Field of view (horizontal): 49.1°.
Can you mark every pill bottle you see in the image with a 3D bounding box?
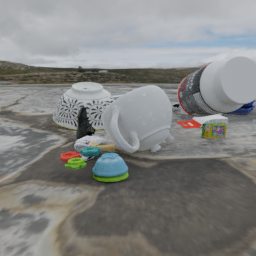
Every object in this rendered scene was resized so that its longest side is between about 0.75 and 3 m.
[{"bbox_3d":[2.510,-1.114,7.981,1.453,1.453,2.509,-3,-2,-13],"label":"pill bottle"}]

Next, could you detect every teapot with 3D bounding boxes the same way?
[{"bbox_3d":[0.379,-0.051,7.442,2.074,1.515,2.047,-23,-15,-16],"label":"teapot"}]

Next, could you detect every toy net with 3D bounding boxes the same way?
[{"bbox_3d":[-0.909,0.654,6.500,1.316,0.484,2.508,-6,11,-16],"label":"toy net"}]

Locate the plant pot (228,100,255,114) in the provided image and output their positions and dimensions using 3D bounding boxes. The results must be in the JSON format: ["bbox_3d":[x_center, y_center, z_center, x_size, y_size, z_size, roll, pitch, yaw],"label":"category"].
[{"bbox_3d":[5.681,-1.641,14.609,1.866,1.678,1.866,8,14,33],"label":"plant pot"}]

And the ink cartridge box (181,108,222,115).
[{"bbox_3d":[3.729,-1.352,13.962,1.854,1.365,1.341,6,13,28],"label":"ink cartridge box"}]

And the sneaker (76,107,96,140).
[{"bbox_3d":[-1.248,-0.130,8.546,0.589,1.029,0.393,3,-3,23],"label":"sneaker"}]

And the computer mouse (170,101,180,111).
[{"bbox_3d":[2.189,-1.069,15.076,1.064,0.426,1.940,5,17,45],"label":"computer mouse"}]

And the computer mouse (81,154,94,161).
[{"bbox_3d":[-1.109,0.702,6.873,0.425,0.170,0.776,5,12,27],"label":"computer mouse"}]

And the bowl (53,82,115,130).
[{"bbox_3d":[-1.623,-1.048,11.202,2.779,1.304,2.779,2,25,-1],"label":"bowl"}]

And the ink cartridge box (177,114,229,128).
[{"bbox_3d":[2.978,-0.319,11.360,1.700,0.485,1.382,3,11,-5],"label":"ink cartridge box"}]

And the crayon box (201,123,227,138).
[{"bbox_3d":[2.822,0.082,9.181,0.769,0.457,0.224,-2,16,-10],"label":"crayon box"}]

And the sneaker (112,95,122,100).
[{"bbox_3d":[0.027,-1.476,15.441,2.776,1.026,1.137,4,17,16],"label":"sneaker"}]
